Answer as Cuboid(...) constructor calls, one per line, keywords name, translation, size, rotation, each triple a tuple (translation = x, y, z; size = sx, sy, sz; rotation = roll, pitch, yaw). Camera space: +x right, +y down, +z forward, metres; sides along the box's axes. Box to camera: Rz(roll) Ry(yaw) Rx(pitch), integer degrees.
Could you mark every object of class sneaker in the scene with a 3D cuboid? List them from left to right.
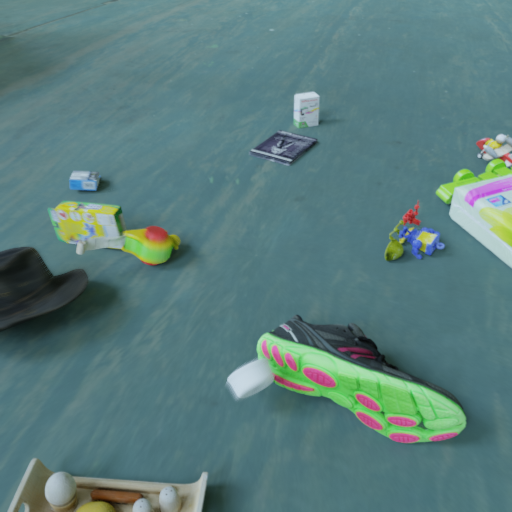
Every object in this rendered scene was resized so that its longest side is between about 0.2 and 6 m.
Cuboid(name="sneaker", translation=(1.446, 1.516, 7.681), size=(2.957, 1.135, 1.239), rotation=(22, 45, 25))

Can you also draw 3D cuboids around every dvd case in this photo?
Cuboid(name="dvd case", translation=(0.721, -2.808, 14.465), size=(1.173, 0.126, 1.577), rotation=(20, 40, 25))

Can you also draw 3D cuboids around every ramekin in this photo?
Cuboid(name="ramekin", translation=(-0.055, 1.634, 7.413), size=(0.596, 0.596, 0.290), rotation=(-18, 66, -23))

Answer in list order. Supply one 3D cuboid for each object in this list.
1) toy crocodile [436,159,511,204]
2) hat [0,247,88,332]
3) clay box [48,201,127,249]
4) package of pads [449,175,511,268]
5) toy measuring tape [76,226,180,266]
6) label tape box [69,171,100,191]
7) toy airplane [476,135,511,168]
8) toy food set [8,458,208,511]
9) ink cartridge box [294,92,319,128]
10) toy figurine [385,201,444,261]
Cuboid(name="toy crocodile", translation=(5.065, -1.527, 12.315), size=(2.349, 0.725, 0.793), rotation=(-17, 40, -15))
Cuboid(name="hat", translation=(-3.937, 0.419, 8.925), size=(2.293, 0.925, 2.293), rotation=(-15, 19, 5))
Cuboid(name="clay box", translation=(-3.221, -0.605, 10.762), size=(1.440, 0.827, 0.343), rotation=(7, 39, 16))
Cuboid(name="package of pads", translation=(5.372, -0.630, 10.835), size=(1.999, 0.882, 2.587), rotation=(-13, 39, -15))
Cuboid(name="toy measuring tape", translation=(-2.171, -0.132, 10.087), size=(1.990, 0.732, 0.732), rotation=(-9, 33, -42))
Cuboid(name="label tape box", translation=(-3.906, -1.775, 12.815), size=(0.577, 0.266, 0.806), rotation=(1, 32, -8))
Cuboid(name="toy airplane", translation=(5.967, -2.601, 13.683), size=(1.005, 0.712, 1.009), rotation=(6, 37, 7))
Cuboid(name="toy food set", translation=(-1.671, 2.969, 6.079), size=(2.111, 0.638, 1.514), rotation=(3, 36, 4))
Cuboid(name="ink cartridge box", translation=(1.396, -4.041, 15.537), size=(0.620, 0.856, 0.360), rotation=(-13, 37, -17))
Cuboid(name="toy figurine", translation=(3.124, -0.333, 10.591), size=(0.861, 0.758, 1.438), rotation=(26, 44, 23))
